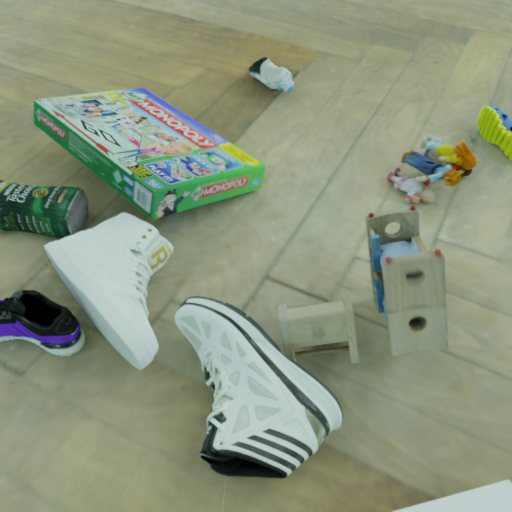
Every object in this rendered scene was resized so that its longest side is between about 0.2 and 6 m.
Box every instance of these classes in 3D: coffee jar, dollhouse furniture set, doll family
[{"bbox_3d":[-4.184,-0.878,10.432,1.886,0.805,0.984,6,48,6],"label":"coffee jar"},{"bbox_3d":[1.483,0.447,8.460,2.322,1.627,1.636,-9,28,5],"label":"dollhouse furniture set"},{"bbox_3d":[3.650,-1.826,11.229,1.977,0.891,1.227,-34,54,-26],"label":"doll family"}]

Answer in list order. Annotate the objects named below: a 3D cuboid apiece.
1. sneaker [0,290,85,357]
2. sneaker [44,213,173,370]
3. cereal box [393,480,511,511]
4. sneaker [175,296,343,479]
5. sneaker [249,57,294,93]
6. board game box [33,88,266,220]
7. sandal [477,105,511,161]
[{"bbox_3d":[-3.687,0.866,8.688,2.036,1.013,0.708,10,49,8],"label":"sneaker"},{"bbox_3d":[-1.999,0.312,9.033,1.809,1.153,3.131,-30,50,-22],"label":"sneaker"},{"bbox_3d":[2.385,4.105,5.582,2.396,0.658,3.330,-11,38,-10],"label":"cereal box"},{"bbox_3d":[-0.434,1.827,7.732,2.964,1.118,1.705,35,54,25],"label":"sneaker"},{"bbox_3d":[0.352,-4.482,13.967,0.628,0.634,1.749,-39,41,-2],"label":"sneaker"},{"bbox_3d":[-2.196,-2.252,11.296,4.096,0.596,2.756,37,41,30],"label":"board game box"},{"bbox_3d":[5.534,-2.698,12.274,0.732,0.668,1.681,-15,57,-19],"label":"sandal"}]
